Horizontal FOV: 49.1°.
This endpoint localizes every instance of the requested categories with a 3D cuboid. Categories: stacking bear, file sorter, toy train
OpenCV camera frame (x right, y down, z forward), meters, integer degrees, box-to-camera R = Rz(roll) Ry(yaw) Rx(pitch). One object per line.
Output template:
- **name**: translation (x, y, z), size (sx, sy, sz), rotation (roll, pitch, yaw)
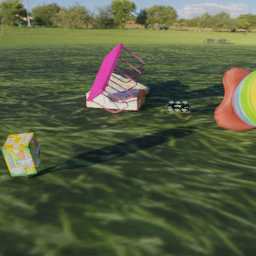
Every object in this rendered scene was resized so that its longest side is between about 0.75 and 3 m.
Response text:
- **stacking bear**: translation (3.456, -0.774, 6.524), size (1.614, 1.724, 2.839), rotation (15, -4, -5)
- **file sorter**: translation (-0.350, -1.537, 9.136), size (1.115, 1.777, 1.235), rotation (28, -22, -22)
- **toy train**: translation (1.656, -0.646, 8.969), size (0.836, 0.356, 0.477), rotation (3, -12, 27)

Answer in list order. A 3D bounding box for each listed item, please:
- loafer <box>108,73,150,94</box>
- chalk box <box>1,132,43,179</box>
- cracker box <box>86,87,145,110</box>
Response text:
- **loafer**: translation (-0.004, -1.741, 12.011), size (2.192, 0.689, 0.788), rotation (28, 8, 38)
- **chalk box**: translation (-1.953, 0.570, 5.301), size (0.508, 0.821, 0.511), rotation (-8, 30, -1)
- **cracker box**: translation (-0.413, -1.109, 10.276), size (1.890, 0.545, 1.266), rotation (6, 21, 15)
